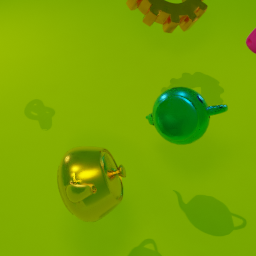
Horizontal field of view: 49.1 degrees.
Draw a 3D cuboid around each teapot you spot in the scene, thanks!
[{"bbox_3d":[-0.432,0.703,3.742,0.814,1.663,1.034,-20,88,11],"label":"teapot"},{"bbox_3d":[0.856,-0.218,4.609,1.511,0.939,0.740,-7,10,32],"label":"teapot"}]

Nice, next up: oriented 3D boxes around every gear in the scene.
[{"bbox_3d":[0.856,-3.187,6.406,2.060,0.381,2.060,6,71,-19],"label":"gear"}]

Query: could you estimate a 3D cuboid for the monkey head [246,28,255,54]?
[{"bbox_3d":[2.162,-1.373,3.748,0.821,0.980,1.362,13,42,-24],"label":"monkey head"}]
